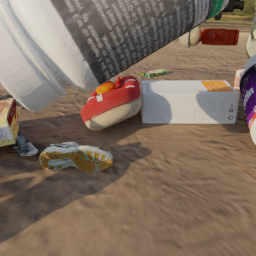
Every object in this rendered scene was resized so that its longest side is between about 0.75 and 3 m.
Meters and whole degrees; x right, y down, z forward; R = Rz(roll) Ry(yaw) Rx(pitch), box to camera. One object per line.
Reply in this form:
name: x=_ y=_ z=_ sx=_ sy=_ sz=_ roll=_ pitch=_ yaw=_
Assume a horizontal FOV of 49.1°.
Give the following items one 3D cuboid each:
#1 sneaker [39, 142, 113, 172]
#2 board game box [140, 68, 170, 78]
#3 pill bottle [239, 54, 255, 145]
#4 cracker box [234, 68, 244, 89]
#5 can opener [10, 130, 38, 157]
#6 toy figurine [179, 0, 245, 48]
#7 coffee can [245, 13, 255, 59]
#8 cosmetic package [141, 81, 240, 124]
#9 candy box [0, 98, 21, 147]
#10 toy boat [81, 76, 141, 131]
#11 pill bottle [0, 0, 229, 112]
sneaker: x=-0.979 y=0.478 z=5.481 sx=1.417 sy=0.536 sz=0.621 roll=2 pitch=25 yaw=4
board game box: x=1.182 y=-2.395 z=12.151 sx=1.204 sy=0.141 sz=0.631 roll=-19 pitch=33 yaw=-35
pill bottle: x=3.270 y=-0.688 z=6.220 sx=1.361 sy=1.361 sz=2.420 roll=3 pitch=45 yaw=7
cracker box: x=4.898 y=-1.730 z=10.215 sx=1.873 sy=0.540 sz=1.255 roll=9 pitch=26 yaw=19
can opener: x=-2.345 y=0.262 z=6.091 sx=0.369 sy=0.466 sz=1.403 roll=-11 pitch=22 yaw=-34
toy figurine: x=1.694 y=-2.682 z=5.638 sx=1.260 sy=1.783 sz=1.811 roll=9 pitch=65 yaw=20
coffee can: x=3.940 y=-2.597 z=7.499 sx=1.261 sy=1.261 sz=1.723 roll=8 pitch=-14 yaw=17
cosmetic package: x=1.596 y=-0.741 z=7.694 sx=2.459 sy=0.876 sz=1.247 roll=0 pitch=25 yaw=1
candy box: x=-3.565 y=0.061 z=5.958 sx=2.281 sy=0.631 sz=1.317 roll=-13 pitch=26 yaw=-10
toy boat: x=-0.553 y=-0.987 z=7.076 sx=1.520 sy=1.522 sz=2.329 roll=-24 pitch=22 yaw=11
pill bottle: x=-0.318 y=-1.480 z=3.485 sx=2.826 sy=1.598 sz=1.598 roll=-32 pitch=30 yaw=-2
